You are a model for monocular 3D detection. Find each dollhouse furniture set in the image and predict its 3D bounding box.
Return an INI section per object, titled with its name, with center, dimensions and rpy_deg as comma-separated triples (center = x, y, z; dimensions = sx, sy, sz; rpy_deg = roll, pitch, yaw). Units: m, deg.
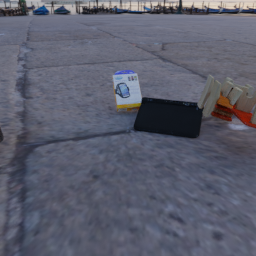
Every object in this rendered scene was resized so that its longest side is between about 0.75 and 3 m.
[dollhouse furniture set]
center = 2.685, -0.377, 6.584
dimensions = 2.173, 1.119, 2.150
rpy_deg = 18, 21, -4

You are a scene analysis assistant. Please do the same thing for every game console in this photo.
[game console]
center = 1.184, -0.265, 7.802
dimensions = 1.711, 0.996, 1.505
rpy_deg = 8, -3, 16

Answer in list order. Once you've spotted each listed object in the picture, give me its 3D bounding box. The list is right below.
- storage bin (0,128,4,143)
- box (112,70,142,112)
[storage bin]
center = -3.497, -0.072, 6.142
dimensions = 1.298, 0.609, 0.878
rpy_deg = 40, 58, 14
[box]
center = -0.032, -1.155, 8.541
dimensions = 0.781, 0.272, 1.312
rpy_deg = -5, 66, -8
